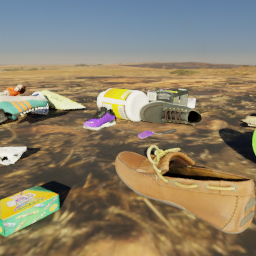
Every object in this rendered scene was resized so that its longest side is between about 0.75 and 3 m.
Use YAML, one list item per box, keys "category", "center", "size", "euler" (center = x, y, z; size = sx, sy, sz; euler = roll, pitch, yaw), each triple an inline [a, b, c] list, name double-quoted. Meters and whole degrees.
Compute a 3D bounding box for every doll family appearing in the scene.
- category: "doll family"
  center: [-4.817, -0.836, 11.141]
  size: [2.589, 1.167, 1.607]
  euler: [-16, 9, 39]

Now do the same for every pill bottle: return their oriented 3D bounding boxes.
- category: "pill bottle"
  center: [-0.277, -0.950, 10.968]
  size: [1.145, 1.145, 2.097]
  euler: [-12, 18, -41]

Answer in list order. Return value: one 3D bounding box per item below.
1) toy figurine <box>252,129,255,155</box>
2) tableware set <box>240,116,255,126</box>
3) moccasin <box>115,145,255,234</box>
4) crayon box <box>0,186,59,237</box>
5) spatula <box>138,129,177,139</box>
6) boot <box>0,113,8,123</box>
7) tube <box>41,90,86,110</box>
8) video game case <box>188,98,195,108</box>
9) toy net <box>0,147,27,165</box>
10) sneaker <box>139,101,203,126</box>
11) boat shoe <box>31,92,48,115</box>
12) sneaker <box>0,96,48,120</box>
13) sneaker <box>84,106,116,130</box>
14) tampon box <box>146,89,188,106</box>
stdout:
- category: "toy figurine"
  center: [3.699, 0.373, 6.060]
  size: [1.661, 1.247, 1.529]
  euler: [34, 20, 28]
- category: "tableware set"
  center: [4.847, -0.172, 9.708]
  size: [1.621, 0.225, 1.940]
  euler: [4, 12, 10]
- category: "moccasin"
  center: [0.713, 0.720, 4.388]
  size: [0.900, 0.949, 2.460]
  euler: [-10, 17, -36]
- category: "crayon box"
  center: [-1.510, 1.160, 4.038]
  size: [0.529, 0.259, 0.890]
  euler: [10, 17, 36]
- category: "spatula"
  center: [0.932, 0.146, 8.549]
  size: [1.328, 0.136, 0.375]
  euler: [-6, 18, -24]
- category: "boot"
  center: [-5.356, -1.041, 9.589]
  size: [2.248, 1.957, 0.778]
  euler: [-1, 13, -2]
- category: "tube"
  center: [-3.252, -1.226, 13.220]
  size: [2.889, 0.750, 0.838]
  euler: [21, 63, 45]
- category: "video game case"
  center: [2.039, -1.359, 14.605]
  size: [2.839, 0.256, 2.033]
  euler: [4, 14, 14]
- category: "toy net"
  center: [-3.154, 0.698, 5.839]
  size: [1.995, 0.385, 1.047]
  euler: [-9, 13, -38]
- category: "sneaker"
  center: [1.499, -0.515, 9.866]
  size: [2.108, 0.789, 1.120]
  euler: [-2, 11, -14]
- category: "boat shoe"
  center: [-4.123, -1.126, 12.302]
  size: [0.781, 0.879, 2.388]
  euler: [-3, 12, -27]
- category: "sneaker"
  center: [-3.471, -0.632, 8.983]
  size: [1.813, 0.724, 0.647]
  euler: [-4, -2, -33]
- category: "sneaker"
  center: [-0.969, -0.371, 9.471]
  size: [0.498, 0.713, 1.433]
  euler: [10, 16, 34]
- category: "tampon box"
  center: [1.661, -1.087, 11.788]
  size: [1.225, 1.032, 1.634]
  euler: [9, 16, 32]
